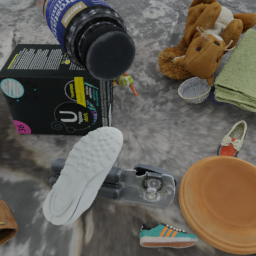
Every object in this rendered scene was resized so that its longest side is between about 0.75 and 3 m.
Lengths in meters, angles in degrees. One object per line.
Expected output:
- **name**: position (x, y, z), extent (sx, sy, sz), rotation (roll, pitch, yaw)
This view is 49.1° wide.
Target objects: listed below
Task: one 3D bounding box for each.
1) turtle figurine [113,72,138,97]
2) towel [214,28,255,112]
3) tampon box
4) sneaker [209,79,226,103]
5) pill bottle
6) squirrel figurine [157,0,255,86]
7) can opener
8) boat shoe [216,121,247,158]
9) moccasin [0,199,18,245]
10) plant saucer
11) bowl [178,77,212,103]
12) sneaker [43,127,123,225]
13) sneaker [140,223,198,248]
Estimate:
- **turtle figurine**: position (-0.976, -2.055, 8.705), extent (0.944, 2.365, 2.933), rotation (-39, 47, -6)
- **towel**: position (3.854, -1.597, 7.919), extent (2.203, 0.542, 2.969), rotation (25, 64, 18)
- **tampon box**: position (-1.737, -1.015, 7.553), extent (2.580, 1.934, 1.629), rotation (1, 44, 1)
- **sneaker**: position (3.503, -1.591, 8.998), extent (2.512, 1.033, 0.929), rotation (-40, 85, -14)
- **pill bottle**: position (-0.811, -1.995, 5.726), extent (1.301, 1.301, 2.326), rotation (-20, 48, -19)
- **squirrel figurine**: position (2.281, -2.413, 8.824), extent (2.071, 2.926, 2.731), rotation (30, 57, -14)
- **can opener**: position (-0.310, 1.161, 6.367), extent (2.818, 0.752, 0.942), rotation (8, 12, 9)
- **boat shoe**: position (2.694, 0.371, 7.199), extent (0.515, 0.453, 1.448), rotation (27, 51, 23)
- **moccasin**: position (-3.276, 2.271, 4.966), extent (2.576, 0.942, 0.995), rotation (-18, 37, -31)
- **plant saucer**: position (2.206, 1.462, 5.928), extent (2.212, 0.414, 2.212), rotation (0, 51, 0)
- **bowl**: position (2.097, -1.076, 8.587), extent (1.016, 0.477, 1.016), rotation (-17, 42, 16)
- **sneaker**: position (-0.581, 0.684, 4.093), extent (0.600, 0.633, 1.572), rotation (33, 83, 27)
- **sneaker**: position (0.786, 2.063, 5.473), extent (1.111, 0.397, 0.444), rotation (1, 48, 3)
